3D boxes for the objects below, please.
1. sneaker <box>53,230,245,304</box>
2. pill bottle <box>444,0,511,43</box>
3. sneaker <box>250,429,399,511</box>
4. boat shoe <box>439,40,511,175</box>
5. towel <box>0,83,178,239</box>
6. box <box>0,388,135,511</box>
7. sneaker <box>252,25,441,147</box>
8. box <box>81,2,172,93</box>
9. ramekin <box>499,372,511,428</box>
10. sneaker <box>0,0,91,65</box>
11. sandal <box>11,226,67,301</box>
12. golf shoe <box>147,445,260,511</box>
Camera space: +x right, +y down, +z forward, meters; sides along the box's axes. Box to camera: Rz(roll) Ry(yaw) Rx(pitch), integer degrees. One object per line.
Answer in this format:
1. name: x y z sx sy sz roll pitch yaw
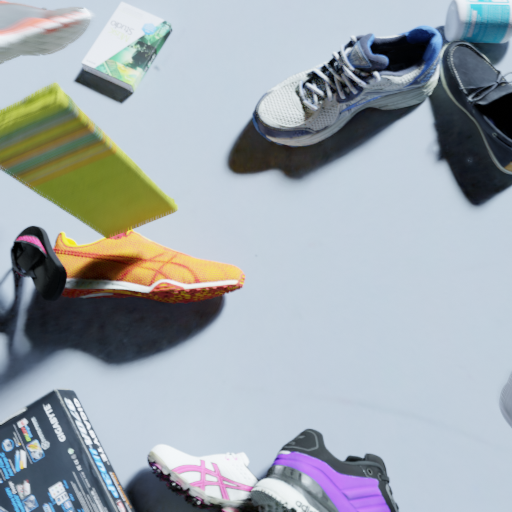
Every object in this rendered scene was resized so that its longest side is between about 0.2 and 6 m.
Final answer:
1. sneaker: -1.781 0.105 9.001 3.247 1.185 1.252 5 76 1
2. pill bottle: 4.288 -4.362 10.393 1.392 0.771 0.771 2 75 1
3. sneaker: 1.646 3.758 8.044 3.340 1.161 1.661 41 51 -3
4. boat shoe: 4.184 -2.775 9.933 1.036 0.864 2.777 -22 75 -4
5. towel: -2.129 -1.002 7.020 1.278 2.969 0.268 -19 67 10
6. box: -3.197 4.055 8.059 2.691 0.779 3.385 -32 76 -5
7. sneaker: 1.568 -3.110 9.676 3.562 1.517 1.372 -23 76 -5
8. box: -2.417 -3.937 10.536 1.098 0.277 1.522 25 78 7
9. ramekin: 2.857 1.323 5.270 0.977 0.977 0.513 -1 120 0
10. sneaker: -3.142 -3.097 7.353 1.969 0.759 0.806 -31 92 -33
11. sandal: -3.541 0.035 8.839 2.040 0.460 0.766 34 104 47
12. golf shoe: -0.597 3.351 8.423 2.153 0.782 0.991 29 58 3
